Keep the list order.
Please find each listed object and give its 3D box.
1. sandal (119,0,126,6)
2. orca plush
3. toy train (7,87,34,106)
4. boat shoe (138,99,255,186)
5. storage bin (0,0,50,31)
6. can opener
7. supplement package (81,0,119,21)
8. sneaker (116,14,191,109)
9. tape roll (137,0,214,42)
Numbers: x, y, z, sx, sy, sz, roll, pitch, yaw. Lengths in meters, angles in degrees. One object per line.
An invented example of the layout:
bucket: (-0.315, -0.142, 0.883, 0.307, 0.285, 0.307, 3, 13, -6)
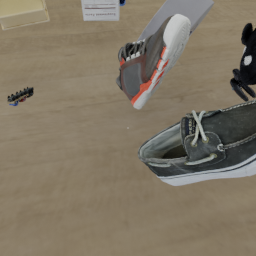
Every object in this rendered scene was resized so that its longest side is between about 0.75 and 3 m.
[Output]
sandal: (-0.245, -4.292, 9.380, 0.364, 0.399, 0.917, -15, 24, 10)
orca plush: (3.079, -1.819, 5.295, 2.340, 1.231, 0.832, -39, 7, -1)
toy train: (-1.840, -0.541, 4.830, 0.141, 0.190, 0.829, 3, 21, 6)
boat shoe: (1.200, 0.233, 4.386, 1.035, 2.918, 1.052, 28, 51, -23)
storage bin: (-3.391, -4.006, 8.675, 1.488, 0.697, 1.477, -15, 84, -7)
can opener: (2.799, -0.999, 6.938, 0.425, 0.527, 1.341, -36, 25, 26)
supplement package: (-0.609, -3.149, 6.064, 0.820, 1.398, 0.817, -2, 40, -2)
sneaker: (0.236, -1.237, 5.295, 1.061, 2.590, 0.998, 39, 64, 3)
tape roll: (1.155, -2.620, 7.928, 0.904, 2.737, 2.737, 40, 49, 1)
